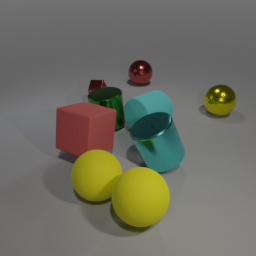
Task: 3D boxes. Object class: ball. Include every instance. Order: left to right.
[{"bbox_3d":[-0.858,1.300,7.732,1.400,1.400,1.400,0,28,0],"label":"ball"},{"bbox_3d":[0.300,1.654,6.778,1.400,1.400,1.400,0,28,0],"label":"ball"},{"bbox_3d":[0.709,-3.165,15.960,1.400,1.400,1.400,0,28,0],"label":"ball"},{"bbox_3d":[4.085,-1.231,12.429,1.400,1.400,1.400,0,28,0],"label":"ball"}]

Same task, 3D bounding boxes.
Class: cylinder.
[{"bbox_3d":[-0.859,-0.788,11.474,1.400,1.400,1.400,-5,29,3],"label":"cylinder"},{"bbox_3d":[0.807,-0.653,11.016,1.400,1.400,1.400,-22,36,-39],"label":"cylinder"},{"bbox_3d":[0.949,0.438,8.906,1.400,1.400,1.400,-20,30,12],"label":"cylinder"}]

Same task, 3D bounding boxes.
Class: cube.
[{"bbox_3d":[-1.379,0.033,9.217,1.400,1.400,1.400,16,20,28],"label":"cube"},{"bbox_3d":[-1.528,-1.963,14.174,0.700,0.700,0.700,4,66,17],"label":"cube"}]
